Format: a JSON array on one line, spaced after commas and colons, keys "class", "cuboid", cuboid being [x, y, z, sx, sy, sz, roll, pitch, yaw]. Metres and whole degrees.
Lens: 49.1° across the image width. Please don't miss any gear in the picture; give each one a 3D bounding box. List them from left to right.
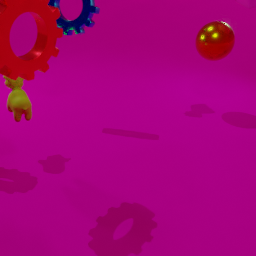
[{"class": "gear", "cuboid": [-1.588, -1.426, 4.298, 0.255, 1.377, 1.377, 24, 37, 24]}, {"class": "gear", "cuboid": [-1.486, -3.200, 7.273, 1.504, 1.504, 0.278, 8, 20, 14]}]

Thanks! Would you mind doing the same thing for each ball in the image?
[{"class": "ball", "cuboid": [2.583, -2.575, 8.334, 1.131, 1.131, 1.131, 0, 29, 0]}]

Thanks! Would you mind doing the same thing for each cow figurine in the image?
[{"class": "cow figurine", "cuboid": [-2.519, -0.760, 6.449, 0.550, 0.986, 1.002, -10, 40, -35]}]

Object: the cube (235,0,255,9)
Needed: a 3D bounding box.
[{"class": "cube", "cuboid": [3.640, -4.089, 7.433, 1.300, 1.300, 1.300, -11, 30, 10]}]
